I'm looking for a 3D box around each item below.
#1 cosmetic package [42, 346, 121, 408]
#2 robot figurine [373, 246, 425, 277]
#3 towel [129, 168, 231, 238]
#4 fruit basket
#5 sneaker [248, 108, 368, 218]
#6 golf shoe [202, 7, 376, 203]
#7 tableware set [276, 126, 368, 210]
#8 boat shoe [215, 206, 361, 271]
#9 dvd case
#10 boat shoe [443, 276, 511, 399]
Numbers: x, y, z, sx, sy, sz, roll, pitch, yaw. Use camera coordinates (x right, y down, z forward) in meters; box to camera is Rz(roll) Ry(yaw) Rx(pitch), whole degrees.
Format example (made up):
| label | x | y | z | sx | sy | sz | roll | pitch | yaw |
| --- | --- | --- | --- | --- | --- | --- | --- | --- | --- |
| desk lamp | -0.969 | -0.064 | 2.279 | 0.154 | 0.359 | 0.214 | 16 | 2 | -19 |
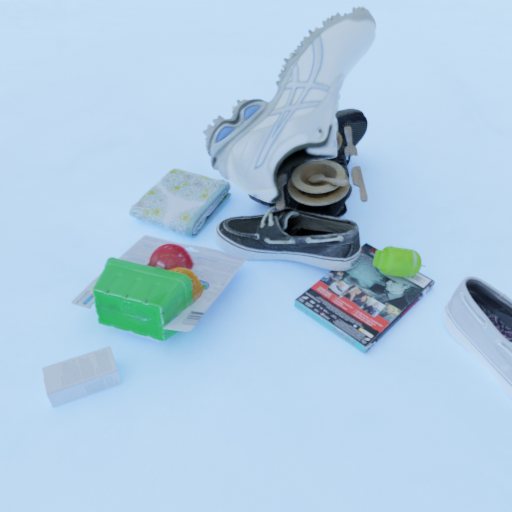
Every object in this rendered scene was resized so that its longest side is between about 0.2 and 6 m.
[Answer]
| label | x | y | z | sx | sy | sz | roll | pitch | yaw |
| --- | --- | --- | --- | --- | --- | --- | --- | --- | --- |
| cosmetic package | -2.070 | 1.432 | 6.658 | 0.822 | 0.293 | 0.417 | -16 | 45 | -17 |
| robot figurine | 1.976 | 0.085 | 7.750 | 0.689 | 0.398 | 0.604 | 7 | 11 | -15 |
| towel | -1.202 | -0.896 | 9.193 | 1.191 | 0.335 | 1.391 | 16 | 45 | 21 |
| fruit basket | -1.237 | 0.352 | 7.583 | 1.728 | 0.874 | 1.865 | 12 | 28 | 17 |
| sneaker | 1.278 | -1.464 | 9.326 | 1.539 | 1.027 | 2.687 | 33 | 55 | 29 |
| golf shoe | 0.817 | -2.092 | 8.145 | 3.191 | 1.250 | 1.552 | -45 | 74 | 1 |
| tableware set | 0.892 | -1.519 | 8.460 | 1.321 | 0.401 | 1.999 | -5 | 45 | 5 |
| boat shoe | 0.419 | -0.387 | 8.205 | 2.271 | 0.723 | 0.803 | 8 | 46 | 20 |
| dvd case | 1.511 | 0.521 | 7.743 | 1.210 | 0.182 | 1.657 | 32 | 52 | 30 |
| boat shoe | 3.253 | 1.112 | 6.626 | 0.844 | 0.804 | 2.346 | -18 | 45 | -19 |
